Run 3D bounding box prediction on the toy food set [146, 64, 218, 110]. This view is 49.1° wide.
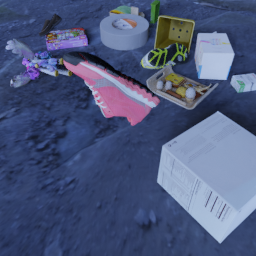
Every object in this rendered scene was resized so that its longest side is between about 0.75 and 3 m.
[{"bbox_3d":[2.116,-1.737,11.000,2.289,0.691,1.642,31,53,27],"label":"toy food set"}]

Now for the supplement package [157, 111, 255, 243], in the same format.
[{"bbox_3d":[2.389,1.182,7.397,2.199,1.692,2.300,-29,52,-25],"label":"supplement package"}]

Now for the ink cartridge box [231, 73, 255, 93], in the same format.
[{"bbox_3d":[4.759,-1.822,11.294,0.943,0.396,0.688,-8,46,-8],"label":"ink cartridge box"}]

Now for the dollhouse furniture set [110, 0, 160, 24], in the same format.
[{"bbox_3d":[0.335,-6.672,15.631,2.758,1.065,1.379,21,48,19],"label":"dollhouse furniture set"}]

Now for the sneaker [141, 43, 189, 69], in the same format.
[{"bbox_3d":[1.627,-3.095,12.168,2.492,0.939,0.952,-12,5,-33],"label":"sneaker"}]

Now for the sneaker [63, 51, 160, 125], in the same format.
[{"bbox_3d":[-0.384,-0.709,5.830,2.344,1.017,0.864,25,17,-33],"label":"sneaker"}]

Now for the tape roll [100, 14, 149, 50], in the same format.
[{"bbox_3d":[-0.173,-4.833,13.997,2.413,0.797,2.413,0,46,0],"label":"tape roll"}]

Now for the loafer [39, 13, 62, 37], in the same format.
[{"bbox_3d":[-2.206,-2.859,7.765,0.815,0.291,0.297,-50,31,-14],"label":"loafer"}]

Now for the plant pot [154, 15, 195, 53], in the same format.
[{"bbox_3d":[2.301,-4.440,13.152,1.636,1.636,1.443,16,37,15],"label":"plant pot"}]

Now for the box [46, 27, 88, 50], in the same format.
[{"bbox_3d":[-3.060,-4.447,13.898,1.949,0.381,1.334,-11,46,-10],"label":"box"}]

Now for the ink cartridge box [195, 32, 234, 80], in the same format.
[{"bbox_3d":[3.606,-3.156,12.014,1.227,1.259,1.959,2,44,3],"label":"ink cartridge box"}]

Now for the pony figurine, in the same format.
[{"bbox_3d":[-3.683,-2.536,11.351,2.211,1.841,2.134,10,14,14],"label":"pony figurine"}]

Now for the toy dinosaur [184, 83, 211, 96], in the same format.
[{"bbox_3d":[2.687,-1.461,10.520,0.667,0.384,1.320,11,3,-39],"label":"toy dinosaur"}]
